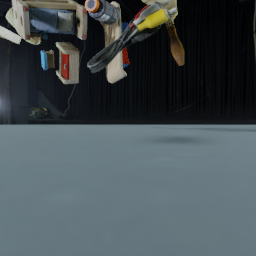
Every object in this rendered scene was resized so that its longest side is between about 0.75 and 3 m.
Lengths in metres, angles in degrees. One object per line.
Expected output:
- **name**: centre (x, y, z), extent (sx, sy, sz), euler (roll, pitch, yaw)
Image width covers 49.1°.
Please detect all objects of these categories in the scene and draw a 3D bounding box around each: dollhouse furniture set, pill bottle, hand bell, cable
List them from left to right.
- **dollhouse furniture set**: centre (-2.768, -2.944, 10.036), extent (2.062, 2.926, 2.050), euler (-10, 34, -26)
- **pill bottle**: centre (-0.884, -3.914, 9.297), extent (0.679, 0.679, 1.279), euler (0, 4, 26)
- **cable**: centre (-0.063, -2.186, 6.424), extent (2.356, 0.593, 1.144), euler (-33, 39, -8)
- **hand bell**: centre (1.386, -3.142, 8.991), extent (1.227, 2.357, 1.227), euler (-18, 19, 7)

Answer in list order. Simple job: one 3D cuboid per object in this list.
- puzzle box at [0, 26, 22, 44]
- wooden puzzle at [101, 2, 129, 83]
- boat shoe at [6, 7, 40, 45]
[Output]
- **puzzle box**: centre (-1.977, -1.426, 3.864), extent (0.641, 0.123, 0.964), euler (22, 6, 2)
- **wooden puzzle**: centre (-0.450, -3.206, 11.011), extent (0.609, 2.629, 2.435), euler (-8, 3, -15)
- **boat shoe**: centre (-3.993, -3.925, 10.780), extent (0.538, 1.622, 0.600), euler (-39, 11, 41)
